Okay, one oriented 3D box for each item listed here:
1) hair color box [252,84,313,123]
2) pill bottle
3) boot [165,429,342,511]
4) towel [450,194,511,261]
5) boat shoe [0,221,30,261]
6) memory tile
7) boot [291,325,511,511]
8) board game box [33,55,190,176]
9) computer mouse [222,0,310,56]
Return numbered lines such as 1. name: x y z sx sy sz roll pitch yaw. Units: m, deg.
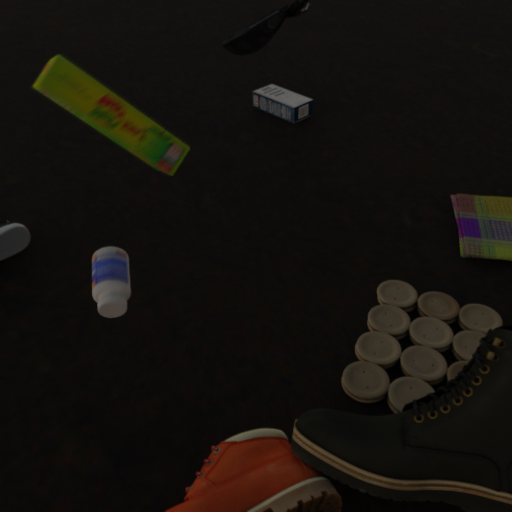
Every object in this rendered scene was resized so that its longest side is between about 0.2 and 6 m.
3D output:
1. hair color box: 0.712 -4.170 15.295 0.785 0.475 1.570 -31 48 -33
2. pill bottle: -1.946 0.361 7.518 0.500 0.500 0.892 -7 51 -8
3. boot: -0.466 2.783 6.282 2.523 0.947 1.353 -12 33 -23
4. towel: 4.686 -0.559 10.938 1.567 0.248 2.181 6 40 7
5. boat shoe: -5.107 -0.064 10.006 0.593 0.719 2.095 23 37 34
6. memory tile: 2.566 1.433 8.434 2.050 0.225 2.675 16 40 19
7. boot: 2.119 1.618 6.434 3.162 2.187 1.225 11 10 3
8. board game box: -1.688 -1.619 6.563 0.411 1.725 0.876 -57 29 0
9. computer mouse: 0.124 -3.358 8.396 1.404 0.370 0.972 -38 24 -20
